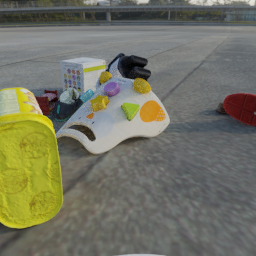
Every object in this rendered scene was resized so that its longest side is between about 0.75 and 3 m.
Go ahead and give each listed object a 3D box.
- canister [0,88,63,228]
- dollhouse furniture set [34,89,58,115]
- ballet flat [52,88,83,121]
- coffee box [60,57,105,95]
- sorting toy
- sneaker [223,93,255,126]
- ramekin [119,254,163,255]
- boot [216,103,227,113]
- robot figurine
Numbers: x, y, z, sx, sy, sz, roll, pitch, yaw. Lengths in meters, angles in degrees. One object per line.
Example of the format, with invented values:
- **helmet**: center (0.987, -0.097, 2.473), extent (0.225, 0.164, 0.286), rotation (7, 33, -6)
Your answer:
- **canister**: center (-2.187, 0.355, 5.709), extent (1.162, 1.995, 2.686), rotation (-10, 23, -21)
- **dollhouse furniture set**: center (-3.560, -0.996, 10.426), extent (1.703, 0.692, 0.916), rotation (3, 23, 7)
- **ballet flat**: center (-2.163, -1.036, 10.384), extent (0.866, 0.866, 2.369), rotation (3, 23, 6)
- **coffee box**: center (-1.999, -2.349, 12.654), extent (1.421, 1.407, 1.423), rotation (16, 27, 34)
- **sorting toy**: center (-0.744, -0.314, 8.430), extent (2.955, 1.579, 2.661), rotation (18, 48, 35)
- **sneaker**: center (4.525, -0.671, 9.644), extent (2.608, 1.022, 1.506), rotation (16, 17, 7)
- **ramekin**: center (0.189, 2.265, 1.613), extent (2.620, 1.375, 2.620), rotation (9, 25, -4)
- **boot**: center (3.997, -0.849, 10.508), extent (1.374, 0.441, 1.280), rotation (1, 21, 14)
- **robot figurine**: center (-0.189, -1.734, 10.377), extent (2.314, 1.444, 1.739), rotation (-32, 25, 43)
